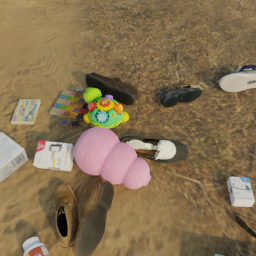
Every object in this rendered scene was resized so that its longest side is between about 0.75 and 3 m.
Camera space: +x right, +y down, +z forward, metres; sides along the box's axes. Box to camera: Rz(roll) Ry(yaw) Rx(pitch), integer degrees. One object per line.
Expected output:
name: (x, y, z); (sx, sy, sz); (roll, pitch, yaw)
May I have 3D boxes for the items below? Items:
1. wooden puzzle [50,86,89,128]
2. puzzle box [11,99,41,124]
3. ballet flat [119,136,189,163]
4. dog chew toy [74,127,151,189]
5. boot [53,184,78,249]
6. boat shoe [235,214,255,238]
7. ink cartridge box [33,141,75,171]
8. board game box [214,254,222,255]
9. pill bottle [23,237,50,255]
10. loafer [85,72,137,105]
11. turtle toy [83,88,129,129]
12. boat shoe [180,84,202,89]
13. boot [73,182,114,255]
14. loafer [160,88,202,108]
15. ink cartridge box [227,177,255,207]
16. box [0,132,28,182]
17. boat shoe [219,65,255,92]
wooden puzzle: (-2.455, -0.994, 12.497); (1.550, 0.184, 2.614); (12, 49, 11)
puzzle box: (-4.449, -0.731, 12.261); (0.942, 0.180, 1.415); (-1, 48, 0)
ballet flat: (0.915, 0.793, 10.352); (2.658, 0.909, 0.904); (5, 82, 8)
dog chew toy: (-0.474, 1.125, 9.676); (2.750, 1.713, 1.713); (29, 53, 14)
boot: (-1.999, 2.575, 8.855); (0.794, 0.814, 2.157); (-12, 48, -8)
boat shoe: (3.795, 3.044, 8.782); (0.309, 0.327, 0.909); (-31, 64, -30)
ink cartridge box: (-2.674, 1.015, 10.242); (1.292, 0.553, 0.954); (4, 71, 5)
board game box: (3.615, 4.637, 7.076); (2.870, 0.646, 2.182); (8, 48, 7)
pill bottle: (-2.559, 3.703, 7.939); (0.634, 0.634, 1.130); (-27, 53, -22)
loafer: (-0.733, -1.879, 12.887); (2.638, 0.963, 0.941); (26, 48, 10)
turtle toy: (-1.079, -0.823, 11.698); (1.628, 1.129, 2.233); (-29, 54, -24)
boat shoe: (2.990, -1.875, 13.188); (1.055, 0.340, 0.376); (-8, 48, -7)
boot: (-1.236, 2.836, 8.776); (0.934, 0.911, 2.476); (-7, 43, 29)
loafer: (2.386, -1.536, 12.661); (1.973, 0.718, 0.713); (-13, 46, -13)
ink cartridge box: (3.818, 2.154, 9.508); (0.674, 0.395, 0.920); (2, 47, 2)
box: (-4.661, 1.037, 10.290); (1.374, 0.721, 1.264); (30, 55, 24)
boat shoe: (5.377, -2.433, 13.435); (2.516, 0.939, 1.167); (-4, 38, -11)
